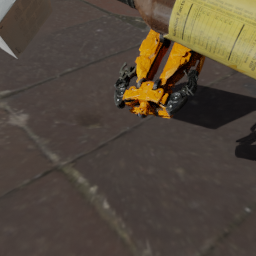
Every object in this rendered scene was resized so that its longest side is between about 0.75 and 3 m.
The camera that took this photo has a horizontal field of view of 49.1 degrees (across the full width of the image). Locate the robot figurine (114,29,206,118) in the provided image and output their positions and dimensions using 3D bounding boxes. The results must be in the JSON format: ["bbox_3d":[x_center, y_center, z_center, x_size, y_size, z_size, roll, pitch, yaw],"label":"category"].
[{"bbox_3d":[0.641,-1.024,4.955,1.522,0.611,2.100,10,66,33],"label":"robot figurine"}]

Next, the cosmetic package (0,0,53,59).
[{"bbox_3d":[-2.128,-2.265,5.488,0.479,1.854,1.398,32,83,-8],"label":"cosmetic package"}]

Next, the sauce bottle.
[{"bbox_3d":[0.778,-1.336,3.144,2.625,0.849,0.849,34,52,20],"label":"sauce bottle"}]
